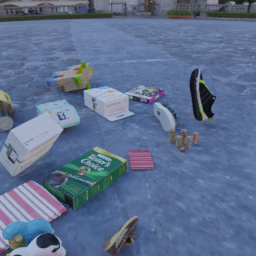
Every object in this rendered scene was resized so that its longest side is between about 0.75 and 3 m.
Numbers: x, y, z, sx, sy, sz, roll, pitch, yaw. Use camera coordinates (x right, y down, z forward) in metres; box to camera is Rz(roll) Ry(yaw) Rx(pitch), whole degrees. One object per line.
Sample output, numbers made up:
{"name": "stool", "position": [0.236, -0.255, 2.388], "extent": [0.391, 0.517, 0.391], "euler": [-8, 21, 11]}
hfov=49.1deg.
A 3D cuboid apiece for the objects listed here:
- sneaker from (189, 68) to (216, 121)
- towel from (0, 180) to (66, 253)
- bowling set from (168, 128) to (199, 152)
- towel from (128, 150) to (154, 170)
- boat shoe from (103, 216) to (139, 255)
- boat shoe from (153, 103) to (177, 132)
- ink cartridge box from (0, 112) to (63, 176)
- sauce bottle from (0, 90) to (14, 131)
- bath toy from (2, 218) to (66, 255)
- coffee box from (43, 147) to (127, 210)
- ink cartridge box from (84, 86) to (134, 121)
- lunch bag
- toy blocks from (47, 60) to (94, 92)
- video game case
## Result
{"name": "sneaker", "position": [2.963, -1.298, 10.961], "extent": [0.880, 2.126, 0.762], "euler": [-10, 16, -1]}
{"name": "towel", "position": [-2.671, 2.083, 6.626], "extent": [1.451, 0.297, 1.983], "euler": [26, 37, 34]}
{"name": "bowling set", "position": [1.936, 0.409, 9.579], "extent": [1.074, 0.576, 0.747], "euler": [1, 27, 2]}
{"name": "towel", "position": [0.403, 1.010, 8.923], "extent": [0.727, 0.113, 1.005], "euler": [0, 29, -5]}
{"name": "boat shoe", "position": [-0.058, 2.355, 6.079], "extent": [0.423, 0.424, 1.175], "euler": [44, 31, 13]}
{"name": "boat shoe", "position": [1.592, -0.528, 11.246], "extent": [0.629, 0.763, 2.222], "euler": [-4, 25, -9]}
{"name": "ink cartridge box", "position": [-2.772, 0.459, 7.944], "extent": [0.736, 1.751, 1.278], "euler": [49, 45, 3]}
{"name": "sauce bottle", "position": [-5.197, -0.741, 11.503], "extent": [0.947, 0.947, 2.928], "euler": [-13, 32, -24]}
{"name": "bath toy", "position": [-1.546, 2.619, 4.936], "extent": [1.058, 0.899, 2.433], "euler": [-45, 40, -9]}
{"name": "coffee box", "position": [-1.153, 1.314, 7.920], "extent": [1.308, 0.468, 2.127], "euler": [20, 33, 34]}
{"name": "ink cartridge box", "position": [-0.849, -1.145, 12.415], "extent": [1.289, 0.760, 2.240], "euler": [-19, 33, -32]}
{"name": "lunch bag", "position": [-2.706, -0.418, 10.818], "extent": [1.295, 0.927, 1.521], "euler": [-16, 33, -29]}
{"name": "toy blocks", "position": [-3.114, -2.710, 15.133], "extent": [1.925, 1.407, 2.816], "euler": [-8, 29, 11]}
{"name": "video game case", "position": [0.843, -1.712, 14.044], "extent": [1.453, 0.287, 1.603], "euler": [17, 32, 30]}
